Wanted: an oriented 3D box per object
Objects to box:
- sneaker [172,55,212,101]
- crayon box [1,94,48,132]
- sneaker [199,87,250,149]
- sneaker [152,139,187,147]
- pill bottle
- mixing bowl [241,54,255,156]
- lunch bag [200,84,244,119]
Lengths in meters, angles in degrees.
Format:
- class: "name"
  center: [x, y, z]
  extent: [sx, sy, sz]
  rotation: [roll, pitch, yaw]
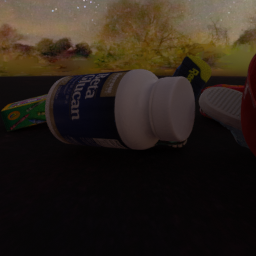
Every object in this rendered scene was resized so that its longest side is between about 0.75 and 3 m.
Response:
- class: "sneaker"
  center: [1.154, -0.639, 7.308]
  extent: [2.887, 1.067, 1.187]
  rotation: [-47, -6, -28]
- class: "crayon box"
  center: [-2.451, -0.595, 8.207]
  extent: [2.155, 0.628, 1.280]
  rotation: [-17, 16, -11]
- class: "sneaker"
  center: [2.245, 0.013, 5.338]
  extent: [2.321, 0.951, 0.858]
  rotation: [20, 45, -13]
- class: "sneaker"
  center: [0.682, 0.150, 5.901]
  extent: [1.267, 0.491, 0.578]
  rotation: [-3, -13, -6]
- class: "pill bottle"
  center: [-0.171, -0.347, 5.329]
  extent: [2.635, 1.463, 1.463]
  rotation: [2, 12, 33]
- class: "mixing bowl"
  center: [2.376, -0.073, 3.783]
  extent: [2.053, 2.053, 1.112]
  rotation: [3, -32, -4]
- class: "lunch bag"
  center: [3.687, -0.753, 8.844]
  extent: [2.334, 1.085, 2.649]
  rotation: [4, 7, -3]
